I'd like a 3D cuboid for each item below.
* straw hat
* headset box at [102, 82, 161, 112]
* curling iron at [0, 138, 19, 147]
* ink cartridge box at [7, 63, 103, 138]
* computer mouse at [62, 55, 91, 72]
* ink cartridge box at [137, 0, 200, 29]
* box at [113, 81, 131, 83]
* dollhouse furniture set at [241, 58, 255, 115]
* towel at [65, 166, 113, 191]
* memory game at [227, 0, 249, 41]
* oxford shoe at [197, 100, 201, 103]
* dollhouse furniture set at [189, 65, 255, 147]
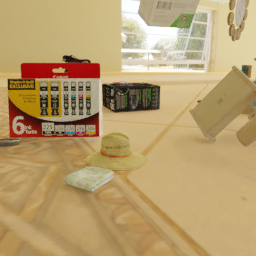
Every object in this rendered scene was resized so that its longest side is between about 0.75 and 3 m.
[{"bbox_3d":[-0.280,0.446,6.618,1.517,0.642,1.517,0,15,0],"label":"straw hat"},{"bbox_3d":[0.180,-1.534,13.451,2.427,1.126,2.113,-5,15,-18],"label":"headset box"},{"bbox_3d":[-4.251,0.394,7.446,2.556,0.327,0.634,-4,14,-15],"label":"curling iron"},{"bbox_3d":[-2.078,-0.871,8.263,2.566,2.253,1.076,-1,4,-2],"label":"ink cartridge box"},{"bbox_3d":[-2.356,-2.457,12.136,1.187,0.452,1.715,6,-21,-19],"label":"computer mouse"},{"bbox_3d":[0.889,-2.747,5.415,1.039,1.430,0.626,-5,47,-21],"label":"ink cartridge box"},{"bbox_3d":[-0.179,-2.376,17.299,0.836,0.873,1.750,-9,17,-32],"label":"box"},{"bbox_3d":[5.345,-1.899,12.379,1.656,2.349,1.646,12,18,39],"label":"dollhouse furniture set"},{"bbox_3d":[-0.741,0.965,5.482,0.661,0.186,0.773,7,16,29],"label":"towel"},{"bbox_3d":[2.066,-2.218,5.227,0.074,1.167,1.167,15,20,33],"label":"memory game"},{"bbox_3d":[4.129,-1.465,14.609,1.165,0.425,0.415,-4,15,-14],"label":"oxford shoe"},{"bbox_3d":[3.770,0.037,8.253,2.862,1.868,2.702,25,30,-30],"label":"dollhouse furniture set"}]
